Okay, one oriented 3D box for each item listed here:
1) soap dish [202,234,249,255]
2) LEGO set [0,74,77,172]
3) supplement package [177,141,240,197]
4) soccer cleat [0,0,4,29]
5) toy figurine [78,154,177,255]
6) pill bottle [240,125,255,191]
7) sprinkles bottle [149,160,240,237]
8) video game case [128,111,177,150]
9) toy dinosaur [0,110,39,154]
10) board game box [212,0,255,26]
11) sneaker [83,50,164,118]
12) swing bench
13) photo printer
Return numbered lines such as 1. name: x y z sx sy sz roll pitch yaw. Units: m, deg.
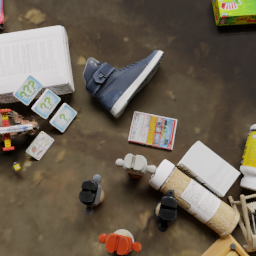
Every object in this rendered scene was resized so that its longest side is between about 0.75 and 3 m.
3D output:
1. soap dish: 2.675 4.123 7.753 1.925 0.782 1.515 -39 78 -11
2. LEGO set: -2.987 -0.012 8.500 1.976 0.649 2.646 43 76 -30
3. supplement package: 2.391 1.258 8.505 1.522 0.893 0.890 39 80 10
4. soccer cleat: -4.915 -4.223 10.211 1.010 0.881 2.643 17 63 -31
5. toy figurine: 0.024 2.128 7.947 2.450 1.704 2.412 -35 71 -7
6. pill bottle: 4.042 0.939 8.452 1.079 1.079 1.919 17 82 5
7. sprinkles bottle: 1.918 2.042 8.276 2.656 0.906 0.906 35 77 9
8. video game case: 0.819 0.079 9.244 1.462 0.128 1.045 11 74 4
9. toy dinosaur: -4.034 -0.148 8.665 2.150 0.923 1.457 35 72 -23
10. board game box: 4.365 -4.484 10.329 2.275 0.542 1.156 -4 74 -1
11. sneaker: -0.246 -1.984 9.348 1.991 1.048 2.756 39 79 7
12. swing bench: 4.048 2.591 8.052 1.631 1.064 1.640 -12 75 -4
13. photo printer: -3.377 -2.089 9.404 2.857 0.992 2.377 -10 76 -2
